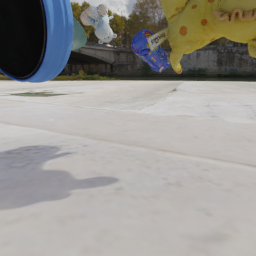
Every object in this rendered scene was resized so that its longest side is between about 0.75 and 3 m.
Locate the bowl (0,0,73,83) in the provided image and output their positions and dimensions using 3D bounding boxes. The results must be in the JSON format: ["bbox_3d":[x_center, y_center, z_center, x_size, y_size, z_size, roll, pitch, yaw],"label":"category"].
[{"bbox_3d":[-2.443,-2.439,6.134,3.002,3.002,0.589,9,24,37],"label":"bowl"}]

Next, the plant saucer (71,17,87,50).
[{"bbox_3d":[-2.138,-2.738,7.728,2.031,0.365,2.031,21,-15,6],"label":"plant saucer"}]

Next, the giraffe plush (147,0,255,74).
[{"bbox_3d":[1.956,-2.465,5.768,2.217,2.359,2.734,5,53,37],"label":"giraffe plush"}]

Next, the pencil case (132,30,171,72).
[{"bbox_3d":[0.577,-1.744,6.572,0.557,0.620,1.427,-14,-11,21],"label":"pencil case"}]

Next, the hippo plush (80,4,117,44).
[{"bbox_3d":[-1.240,-4.258,11.880,1.304,1.317,1.637,-14,-2,8],"label":"hippo plush"}]
